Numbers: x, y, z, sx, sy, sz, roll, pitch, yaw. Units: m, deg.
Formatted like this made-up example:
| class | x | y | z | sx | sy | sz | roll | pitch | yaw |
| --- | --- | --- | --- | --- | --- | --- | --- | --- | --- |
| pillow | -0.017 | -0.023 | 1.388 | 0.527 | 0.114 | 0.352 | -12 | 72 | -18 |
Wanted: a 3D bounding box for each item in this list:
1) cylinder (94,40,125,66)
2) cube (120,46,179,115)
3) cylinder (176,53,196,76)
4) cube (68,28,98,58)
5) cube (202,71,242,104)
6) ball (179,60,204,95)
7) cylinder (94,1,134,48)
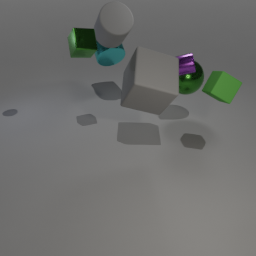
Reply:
| class | x | y | z | sx | sy | sz | roll | pitch | yaw |
| --- | --- | --- | --- | --- | --- | --- | --- | --- | --- |
| cylinder | -0.977 | -3.893 | 13.257 | 1.400 | 1.400 | 1.400 | -12 | 70 | -20 |
| cube | 0.668 | -1.438 | 8.836 | 1.400 | 1.400 | 1.400 | 12 | 63 | -15 |
| cylinder | 2.027 | -2.273 | 10.079 | 0.700 | 0.700 | 0.700 | -10 | 27 | 13 |
| cube | -1.446 | -2.677 | 8.867 | 0.700 | 0.700 | 0.700 | -7 | -5 | -27 |
| cube | 2.736 | -1.205 | 8.218 | 0.700 | 0.700 | 0.700 | 27 | 7 | -13 |
| ball | 2.299 | -2.023 | 11.095 | 1.400 | 1.400 | 1.400 | 0 | 29 | 0 |
| cylinder | -0.625 | -4.213 | 11.563 | 1.400 | 1.400 | 1.400 | -10 | -2 | -17 |
